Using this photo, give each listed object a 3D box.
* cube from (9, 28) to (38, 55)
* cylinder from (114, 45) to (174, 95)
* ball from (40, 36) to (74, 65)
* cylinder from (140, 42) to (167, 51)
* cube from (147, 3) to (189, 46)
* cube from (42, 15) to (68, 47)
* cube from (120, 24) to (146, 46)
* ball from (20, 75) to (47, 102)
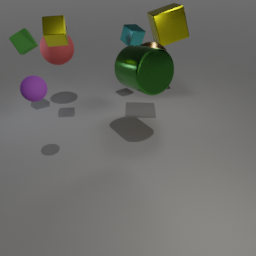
[{"bbox_3d":[-3.937,-3.259,10.600,0.700,0.700,0.700,-33,17,-2],"label":"cube"},{"bbox_3d":[0.493,-1.858,8.869,1.400,1.400,1.400,-17,26,-26],"label":"cylinder"},{"bbox_3d":[-2.974,-3.359,11.768,1.400,1.400,1.400,0,30,0],"label":"ball"},{"bbox_3d":[0.868,-2.368,10.949,1.400,1.400,1.400,2,55,3],"label":"cylinder"},{"bbox_3d":[1.824,-4.747,12.847,1.400,1.400,1.400,-19,30,2],"label":"cube"},{"bbox_3d":[-2.391,-3.191,9.239,0.700,0.700,0.700,-6,-14,-5],"label":"cube"},{"bbox_3d":[0.200,-3.952,11.975,0.700,0.700,0.700,-18,52,-36],"label":"cube"},{"bbox_3d":[-2.529,-1.058,7.521,0.700,0.700,0.700,0,30,0],"label":"ball"}]
